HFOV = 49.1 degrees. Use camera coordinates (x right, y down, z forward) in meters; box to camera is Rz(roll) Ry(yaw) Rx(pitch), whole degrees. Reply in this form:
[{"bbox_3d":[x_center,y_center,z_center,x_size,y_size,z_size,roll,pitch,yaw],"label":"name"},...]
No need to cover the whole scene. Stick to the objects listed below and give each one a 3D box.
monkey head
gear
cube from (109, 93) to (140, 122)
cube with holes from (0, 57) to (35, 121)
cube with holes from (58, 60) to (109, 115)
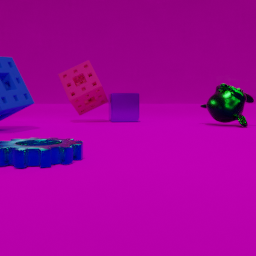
[{"bbox_3d":[3.194,-0.687,8.711,1.377,1.153,1.914,11,15,-31],"label":"monkey head"},{"bbox_3d":[-1.145,0.289,3.620,1.115,0.206,1.115,1,5,0],"label":"gear"},{"bbox_3d":[-0.169,-0.770,10.492,1.033,1.033,1.033,-1,5,-9],"label":"cube"},{"bbox_3d":[-3.503,-0.877,6.991,1.337,1.337,1.337,-23,6,16],"label":"cube with holes"},{"bbox_3d":[-1.593,-1.432,10.182,1.205,1.205,1.205,-26,-23,-3],"label":"cube with holes"}]
